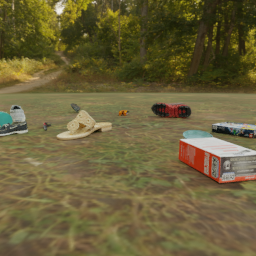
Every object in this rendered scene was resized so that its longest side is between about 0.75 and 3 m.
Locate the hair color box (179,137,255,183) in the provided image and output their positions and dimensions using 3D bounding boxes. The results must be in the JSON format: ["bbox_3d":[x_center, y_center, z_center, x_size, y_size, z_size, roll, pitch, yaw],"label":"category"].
[{"bbox_3d":[1.884,0.623,6.008,0.946,0.545,1.707,-2,8,-15],"label":"hair color box"}]

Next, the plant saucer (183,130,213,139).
[{"bbox_3d":[2.162,0.306,8.713,0.913,0.164,0.913,1,21,-1],"label":"plant saucer"}]

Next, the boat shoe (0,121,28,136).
[{"bbox_3d":[-4.285,0.014,10.103,0.522,0.416,1.380,6,11,33],"label":"boat shoe"}]

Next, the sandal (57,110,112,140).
[{"bbox_3d":[-1.558,-0.219,10.125,0.966,0.866,2.633,6,11,34],"label":"sandal"}]

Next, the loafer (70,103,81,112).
[{"bbox_3d":[-3.254,-1.304,17.496,0.373,0.426,1.185,-38,35,-9],"label":"loafer"}]

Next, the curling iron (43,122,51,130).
[{"bbox_3d":[-3.333,-0.079,11.457,0.324,0.167,1.307,-2,9,-12],"label":"curling iron"}]

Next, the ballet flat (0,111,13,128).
[{"bbox_3d":[-5.220,-0.233,10.681,0.680,0.805,2.129,-8,6,6],"label":"ballet flat"}]

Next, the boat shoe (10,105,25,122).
[{"bbox_3d":[-5.421,-0.752,13.764,0.732,0.747,2.098,-4,10,-25],"label":"boat shoe"}]

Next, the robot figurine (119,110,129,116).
[{"bbox_3d":[-0.259,-0.866,16.047,0.617,0.248,0.850,1,10,9],"label":"robot figurine"}]

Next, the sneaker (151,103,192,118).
[{"bbox_3d":[2.362,-0.967,15.059,2.164,0.765,1.057,6,11,19],"label":"sneaker"}]

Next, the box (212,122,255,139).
[{"bbox_3d":[4.069,0.050,10.213,1.110,0.306,1.625,-8,12,-39],"label":"box"}]
